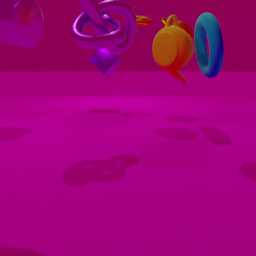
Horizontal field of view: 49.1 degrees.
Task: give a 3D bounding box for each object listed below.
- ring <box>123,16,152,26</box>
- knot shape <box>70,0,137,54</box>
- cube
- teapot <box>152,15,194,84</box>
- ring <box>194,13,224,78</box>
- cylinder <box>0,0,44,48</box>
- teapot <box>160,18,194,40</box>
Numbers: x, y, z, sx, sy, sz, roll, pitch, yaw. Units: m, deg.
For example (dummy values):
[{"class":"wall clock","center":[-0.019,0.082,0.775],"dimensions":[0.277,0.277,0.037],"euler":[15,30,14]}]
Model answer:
[{"class":"ring","center":[0.386,-4.303,11.249],"dimensions":[1.173,0.235,1.173],"euler":[4,30,-2]},{"class":"knot shape","center":[-0.415,-2.108,5.657],"dimensions":[1.522,1.627,0.752],"euler":[6,-29,-43]},{"class":"cube","center":[-0.924,-2.773,11.691],"dimensions":[0.917,0.917,0.917],"euler":[44,5,5]},{"class":"teapot","center":[1.366,-2.220,8.088],"dimensions":[0.981,2.003,1.246],"euler":[-17,14,-38]},{"class":"ring","center":[2.266,-2.311,7.935],"dimensions":[0.359,1.796,1.796],"euler":[-10,13,1]},{"class":"cylinder","center":[-3.456,-3.165,8.258],"dimensions":[1.361,1.361,1.361],"euler":[15,17,18]},{"class":"teapot","center":[1.784,-3.254,10.129],"dimensions":[1.141,1.835,0.899],"euler":[-40,-7,31]}]
